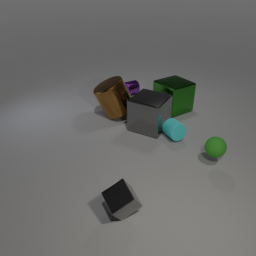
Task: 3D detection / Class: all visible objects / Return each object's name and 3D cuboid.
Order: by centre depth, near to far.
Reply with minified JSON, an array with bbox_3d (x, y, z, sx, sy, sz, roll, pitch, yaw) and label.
[{"bbox_3d":[-0.159,1.896,7.417,0.700,0.700,0.700,-34,54,1],"label":"cube"},{"bbox_3d":[2.890,0.627,9.228,0.700,0.700,0.700,0,30,0],"label":"ball"},{"bbox_3d":[1.811,0.058,10.939,0.700,0.700,0.700,-12,27,-20],"label":"cylinder"},{"bbox_3d":[0.893,-0.634,11.515,1.400,1.400,1.400,16,34,26],"label":"cube"},{"bbox_3d":[-0.610,-1.346,12.355,1.400,1.400,1.400,-22,28,13],"label":"cylinder"},{"bbox_3d":[2.116,-1.499,13.050,1.400,1.400,1.400,-19,35,-29],"label":"cube"},{"bbox_3d":[0.158,-2.142,14.882,0.700,0.700,0.700,-18,34,-28],"label":"cylinder"}]
